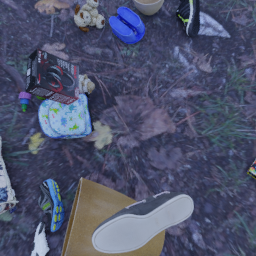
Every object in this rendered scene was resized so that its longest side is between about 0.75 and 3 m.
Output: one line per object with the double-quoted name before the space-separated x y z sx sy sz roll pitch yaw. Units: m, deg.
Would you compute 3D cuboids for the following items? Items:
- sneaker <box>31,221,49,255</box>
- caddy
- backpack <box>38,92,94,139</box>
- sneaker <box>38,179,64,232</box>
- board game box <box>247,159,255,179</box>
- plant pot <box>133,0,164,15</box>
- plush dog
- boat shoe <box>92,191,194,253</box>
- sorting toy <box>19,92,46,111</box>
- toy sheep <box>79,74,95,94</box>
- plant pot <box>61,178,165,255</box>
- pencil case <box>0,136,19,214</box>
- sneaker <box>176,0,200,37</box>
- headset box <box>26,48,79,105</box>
"sneaker" -2.632 3.522 8.544 0.510 0.470 1.274 7 67 -11
"caddy" -0.038 -4.465 12.300 1.171 0.870 1.657 -47 71 4
"backpack" -2.191 -0.400 9.793 1.750 1.286 1.602 -7 92 1
"sneaker" -2.516 2.501 9.008 0.687 0.588 1.659 -23 65 11
"board game box" 4.676 1.505 9.611 0.886 0.251 0.733 36 70 16
"plant pot" 0.957 -5.807 12.827 1.503 1.009 1.503 -2 66 5
"plush dog" -1.875 -4.993 12.482 1.204 1.402 1.125 -38 36 -27
"boat shoe" 0.263 1.707 5.214 2.029 0.578 0.678 -16 96 -20
"sorting toy" -2.910 -0.866 10.652 2.487 0.862 0.857 2 87 -1
"toy sheep" -1.907 -1.654 10.860 1.324 0.913 0.913 8 63 15
"plant pot" -0.361 2.855 7.952 2.589 2.413 2.413 13 63 -9
"pencil case" -4.421 1.521 9.153 1.196 1.040 2.674 -20 65 -11
"sneaker" 2.694 -5.071 12.768 1.012 0.876 2.443 -6 61 32
"headset box" -2.040 -1.390 7.969 0.578 1.542 1.146 -21 64 40
